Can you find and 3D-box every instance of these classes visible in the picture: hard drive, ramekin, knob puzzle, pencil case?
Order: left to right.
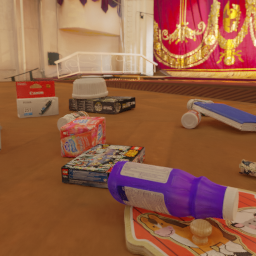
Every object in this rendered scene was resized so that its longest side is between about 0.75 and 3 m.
[{"bbox_3d":[-1.919,-2.027,14.061,1.829,0.852,1.829,-2,16,1],"label":"ramekin"},{"bbox_3d":[1.036,1.114,3.858,2.724,0.378,2.724,0,12,0],"label":"knob puzzle"},{"bbox_3d":[3.730,-0.449,10.080,1.629,0.313,2.469,1,19,-26],"label":"hard drive"},{"bbox_3d":[2.558,0.822,5.377,0.780,0.304,0.349,10,14,40],"label":"pencil case"}]

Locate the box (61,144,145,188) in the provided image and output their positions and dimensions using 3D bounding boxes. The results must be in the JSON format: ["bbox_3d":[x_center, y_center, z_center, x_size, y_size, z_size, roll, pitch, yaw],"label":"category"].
[{"bbox_3d":[-0.416,0.720,5.757,1.179,0.343,1.722,4,13,16],"label":"box"}]

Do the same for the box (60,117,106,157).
[{"bbox_3d":[-1.113,0.190,7.265,0.802,0.740,1.563,2,12,8],"label":"box"}]

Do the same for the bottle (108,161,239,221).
[{"bbox_3d":[0.553,0.834,3.669,1.645,0.687,0.537,4,52,30],"label":"bottle"}]

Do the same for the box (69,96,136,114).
[{"bbox_3d":[-1.259,-1.235,14.093,2.686,0.659,2.165,6,12,27],"label":"box"}]

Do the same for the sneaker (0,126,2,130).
[{"bbox_3d":[-4.759,-0.046,9.295,1.186,0.445,0.685,11,8,4],"label":"sneaker"}]

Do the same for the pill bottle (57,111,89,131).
[{"bbox_3d":[-1.801,-0.187,9.303,0.630,0.630,1.082,6,14,26],"label":"pill bottle"}]

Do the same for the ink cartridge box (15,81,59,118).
[{"bbox_3d":[-3.928,-1.264,12.192,1.715,1.511,0.383,-8,14,-31],"label":"ink cartridge box"}]

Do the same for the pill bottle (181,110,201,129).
[{"bbox_3d":[2.315,-0.344,10.129,0.586,0.586,1.045,5,13,22],"label":"pill bottle"}]

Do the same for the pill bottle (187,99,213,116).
[{"bbox_3d":[3.283,-0.956,12.707,0.693,0.693,1.226,-6,14,-26],"label":"pill bottle"}]
